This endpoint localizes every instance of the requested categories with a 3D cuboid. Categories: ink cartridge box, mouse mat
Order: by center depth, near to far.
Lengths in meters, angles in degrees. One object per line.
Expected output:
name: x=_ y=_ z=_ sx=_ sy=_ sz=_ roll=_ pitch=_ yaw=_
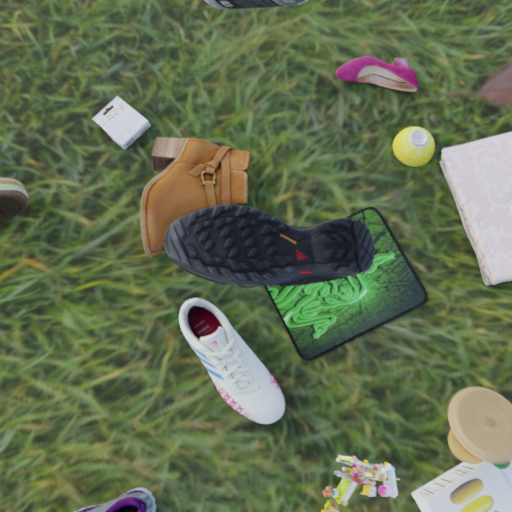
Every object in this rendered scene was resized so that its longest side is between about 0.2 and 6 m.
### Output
mouse mat: x=1.571 y=0.456 z=10.379 sx=2.676 sy=0.101 sz=2.153 roll=-25 pitch=75 yaw=-7
ink cartridge box: x=-2.718 y=-2.684 z=11.297 sx=0.915 sy=0.229 sz=0.736 roll=39 pitch=77 yaw=16

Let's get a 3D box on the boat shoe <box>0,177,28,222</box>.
boat shoe: x=-5.774 y=-1.189 z=10.450 sx=2.996 sy=1.073 sz=1.141 roll=-7 pitch=58 yaw=-3

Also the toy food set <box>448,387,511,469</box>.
toy food set: x=3.401 y=2.516 z=8.270 sx=1.175 sy=0.289 sz=1.187 roll=9 pitch=52 yaw=-2

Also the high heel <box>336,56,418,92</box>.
high heel: x=2.470 y=-3.599 z=11.400 sx=1.630 sy=0.549 sz=0.782 roll=-6 pitch=62 yaw=-15

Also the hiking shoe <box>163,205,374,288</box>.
hiking shoe: x=0.109 y=0.056 z=7.833 sx=2.910 sy=1.465 sz=1.102 roll=5 pitch=71 yaw=-18

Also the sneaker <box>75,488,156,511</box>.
sneaker: x=-2.577 y=4.269 z=8.775 sx=1.987 sy=0.870 sz=0.739 roll=-28 pitch=75 yaw=-9

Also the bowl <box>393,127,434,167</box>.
bowl: x=3.152 y=-2.225 z=11.019 sx=0.827 sy=0.445 sz=0.827 roll=0 pitch=73 yaw=-1

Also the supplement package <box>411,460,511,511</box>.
supplement package: x=3.479 y=3.840 z=8.893 sx=1.626 sy=0.891 sz=0.925 roll=-27 pitch=75 yaw=-8

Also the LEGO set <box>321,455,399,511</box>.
LEGO set: x=1.114 y=2.783 z=6.869 sx=0.496 sy=1.334 sz=0.613 roll=26 pitch=43 yaw=-23

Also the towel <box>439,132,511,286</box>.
towel: x=5.202 y=-1.024 z=10.642 sx=2.744 sy=0.463 sz=2.873 roll=-13 pitch=73 yaw=-3

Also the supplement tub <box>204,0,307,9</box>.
supplement tub: x=0.117 y=-4.339 z=8.245 sx=2.071 sy=1.269 sz=1.269 roll=20 pitch=71 yaw=39

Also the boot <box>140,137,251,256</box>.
boot: x=-1.114 y=-1.072 z=10.527 sx=1.897 sy=0.937 sz=2.444 roll=8 pitch=66 yaw=-2

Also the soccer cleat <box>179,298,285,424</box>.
soccer cleat: x=-0.483 y=1.772 z=9.432 sx=0.890 sy=1.100 sz=2.548 roll=-39 pitch=77 yaw=-11
